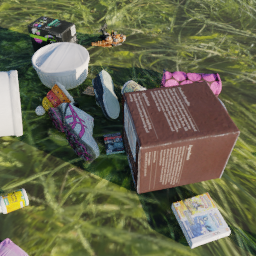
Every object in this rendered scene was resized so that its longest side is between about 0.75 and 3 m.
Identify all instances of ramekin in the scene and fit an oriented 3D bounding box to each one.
[{"bbox_3d":[-2.807,-2.607,12.003,2.370,1.104,2.370,0,47,0],"label":"ramekin"}]

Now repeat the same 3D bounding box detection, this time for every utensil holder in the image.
[{"bbox_3d":[-4.902,-0.743,9.087,2.617,2.224,2.224,-5,45,-21],"label":"utensil holder"}]

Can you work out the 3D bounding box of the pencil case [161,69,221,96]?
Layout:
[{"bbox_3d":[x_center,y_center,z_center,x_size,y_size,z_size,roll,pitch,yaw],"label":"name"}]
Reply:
[{"bbox_3d":[2.510,-1.814,11.318,2.320,1.053,1.087,4,48,1],"label":"pencil case"}]

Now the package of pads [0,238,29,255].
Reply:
[{"bbox_3d":[-2.396,3.626,6.199,2.127,0.805,1.282,26,51,23],"label":"package of pads"}]

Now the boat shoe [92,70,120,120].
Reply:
[{"bbox_3d":[-0.910,-1.198,10.957,0.698,0.875,2.314,-31,49,27],"label":"boat shoe"}]

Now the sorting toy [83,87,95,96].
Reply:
[{"bbox_3d":[-1.422,-1.489,11.616,0.769,0.113,0.568,15,43,19],"label":"sorting toy"}]

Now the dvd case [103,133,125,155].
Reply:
[{"bbox_3d":[-0.494,0.526,9.689,0.632,0.095,0.865,-8,46,-8],"label":"dvd case"}]

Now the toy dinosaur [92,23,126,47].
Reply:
[{"bbox_3d":[-0.997,-4.516,14.103,1.767,0.903,1.199,-15,61,-42],"label":"toy dinosaur"}]

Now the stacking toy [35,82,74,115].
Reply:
[{"bbox_3d":[-2.895,-0.958,10.731,1.445,1.056,1.056,-40,56,-9],"label":"stacking toy"}]

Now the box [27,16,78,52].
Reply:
[{"bbox_3d":[-3.565,-4.337,13.447,1.907,1.416,1.185,17,48,16],"label":"box"}]

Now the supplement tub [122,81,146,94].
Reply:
[{"bbox_3d":[0.318,-1.344,11.045,0.733,0.733,1.011,-34,55,-29],"label":"supplement tub"}]

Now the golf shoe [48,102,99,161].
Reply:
[{"bbox_3d":[-1.642,-0.046,9.594,1.296,1.022,2.815,-26,51,-24],"label":"golf shoe"}]

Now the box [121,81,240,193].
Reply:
[{"bbox_3d":[1.339,0.262,8.440,2.720,2.234,2.257,-8,47,-8],"label":"box"}]

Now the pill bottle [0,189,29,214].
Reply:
[{"bbox_3d":[-3.202,2.017,7.596,0.866,0.488,0.488,-16,47,-30],"label":"pill bottle"}]

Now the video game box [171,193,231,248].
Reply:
[{"bbox_3d":[1.969,2.490,7.666,1.136,0.292,1.247,-12,47,-15],"label":"video game box"}]
